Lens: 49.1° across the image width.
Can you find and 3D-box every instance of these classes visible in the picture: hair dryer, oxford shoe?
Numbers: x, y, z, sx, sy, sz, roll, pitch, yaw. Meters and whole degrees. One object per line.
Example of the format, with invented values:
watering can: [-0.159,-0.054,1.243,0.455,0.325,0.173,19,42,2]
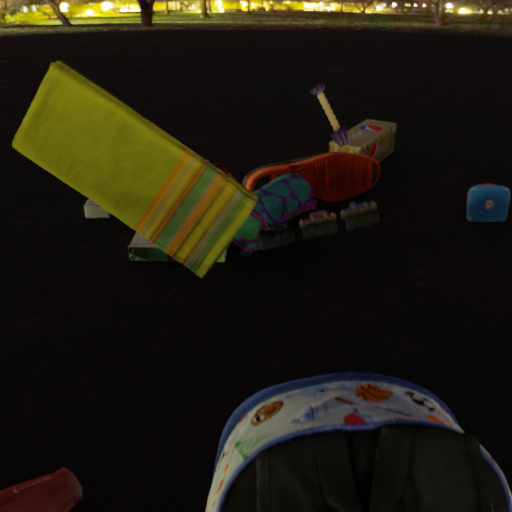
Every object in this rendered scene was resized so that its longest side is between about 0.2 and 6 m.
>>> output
hair dryer: [-3.332,2.610,5.450,3.143,0.854,2.394,-4,27,-10]
oxford shoe: [1.333,-2.019,13.779,3.432,1.221,1.245,-7,24,-13]

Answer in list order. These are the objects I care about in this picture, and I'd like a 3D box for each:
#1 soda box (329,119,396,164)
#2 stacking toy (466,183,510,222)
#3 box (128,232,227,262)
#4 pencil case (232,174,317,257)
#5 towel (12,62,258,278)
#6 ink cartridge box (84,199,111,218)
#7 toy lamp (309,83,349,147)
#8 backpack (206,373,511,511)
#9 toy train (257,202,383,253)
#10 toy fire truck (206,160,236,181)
soda box: [3.066,-3.109,16.052,0.974,0.920,2.875,16,31,27]
stacking toy: [5.263,-1.351,13.096,0.900,0.851,1.551,1,16,9]
box: [-1.526,-0.333,11.498,1.910,0.347,1.378,0,28,3]
pencil case: [0.334,-0.953,11.879,1.135,1.045,2.456,25,34,18]
towel: [-2.140,-1.442,9.733,4.167,1.794,0.376,34,14,-3]
ink cartridge box: [-3.627,-1.179,13.071,0.562,0.325,0.770,0,28,0]
toy lamp: [1.616,-3.041,12.194,0.405,1.390,0.405,-29,9,5]
backpack: [0.760,2.225,4.330,2.702,2.573,2.081,-3,14,-6]
toy train: [1.213,-0.579,10.644,2.485,0.424,0.569,-13,38,-8]
toy fire truck: [-1.015,-1.839,13.971,1.352,0.870,1.190,5,26,32]
